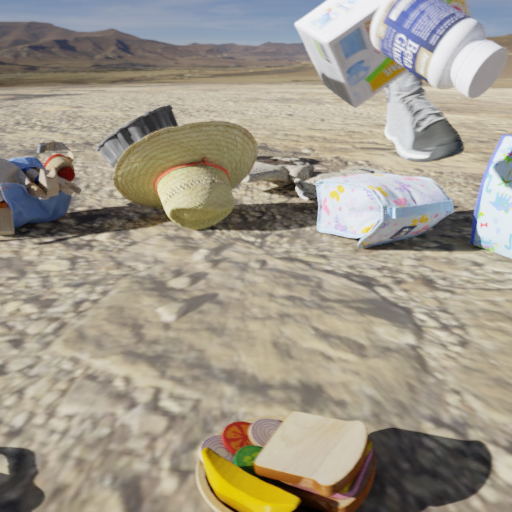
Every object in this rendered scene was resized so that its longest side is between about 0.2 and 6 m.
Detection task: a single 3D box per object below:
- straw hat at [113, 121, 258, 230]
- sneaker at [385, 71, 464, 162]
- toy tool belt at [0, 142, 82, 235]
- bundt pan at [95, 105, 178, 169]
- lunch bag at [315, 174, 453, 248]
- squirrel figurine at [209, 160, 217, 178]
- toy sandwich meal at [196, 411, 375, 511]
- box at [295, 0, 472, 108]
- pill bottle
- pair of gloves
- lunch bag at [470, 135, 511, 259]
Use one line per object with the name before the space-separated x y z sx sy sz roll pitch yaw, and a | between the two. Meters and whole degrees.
straw hat | -1.189 -1.228 11.055 3.016 3.016 1.276 -9 62 -23
sneaker | 3.053 -2.880 10.865 1.057 1.627 2.818 -16 25 -2
toy tool belt | -4.438 -1.196 11.239 1.621 1.647 2.637 39 37 18
bundt pan | -3.197 -3.212 15.774 2.484 0.932 2.484 -30 7 4
lunch bag | 2.319 -0.870 10.383 1.699 1.274 2.004 -11 14 -29
squirrel figurine | -0.884 -2.650 15.271 1.522 1.077 1.420 -1 28 6
toy sandwich meal | 0.221 1.702 4.756 1.535 0.526 1.535 0 21 0
box | 1.711 -3.089 7.463 1.950 1.097 0.988 -35 41 3
pill bottle | 1.452 -1.690 4.475 0.560 0.560 1.008 -17 51 -37
pair of gloves | 1.168 -1.858 13.781 3.542 0.621 3.012 14 22 27
lunch bag | 4.781 -0.956 9.506 1.285 2.017 1.715 -13 24 -30
